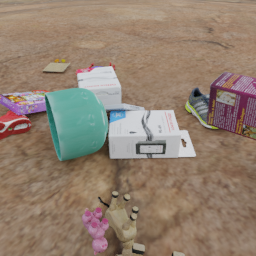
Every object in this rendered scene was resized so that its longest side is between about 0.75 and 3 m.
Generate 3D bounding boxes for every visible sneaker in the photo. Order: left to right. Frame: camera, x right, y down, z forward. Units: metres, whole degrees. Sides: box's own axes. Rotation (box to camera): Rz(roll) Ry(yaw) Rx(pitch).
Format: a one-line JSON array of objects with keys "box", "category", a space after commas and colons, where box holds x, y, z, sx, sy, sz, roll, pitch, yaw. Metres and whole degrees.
[{"box": [-4.725, -0.135, 10.462, 1.979, 0.775, 1.143, -4, 23, -29], "category": "sneaker"}, {"box": [3.115, -0.778, 11.028, 0.896, 0.981, 2.425, -16, 37, -23], "category": "sneaker"}]

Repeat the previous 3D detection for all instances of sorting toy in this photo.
[{"box": [-3.945, -3.499, 15.869, 1.302, 0.234, 1.748, 1, 33, 9], "category": "sorting toy"}]

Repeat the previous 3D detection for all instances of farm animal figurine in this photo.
[{"box": [-0.002, 2.783, 5.498, 2.602, 1.372, 2.631, 23, 31, 11], "category": "farm animal figurine"}]

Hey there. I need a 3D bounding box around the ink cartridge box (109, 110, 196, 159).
[{"box": [0.808, 0.174, 9.605, 2.867, 0.972, 1.663, -1, 34, -1], "category": "ink cartridge box"}]

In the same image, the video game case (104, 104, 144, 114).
[{"box": [-0.488, -0.707, 10.541, 1.723, 0.190, 1.568, -2, -3, 30], "category": "video game case"}]

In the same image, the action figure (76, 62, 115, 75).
[{"box": [-1.792, -3.153, 15.082, 2.180, 0.564, 0.713, -21, 41, -24], "category": "action figure"}]

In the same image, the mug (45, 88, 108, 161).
[{"box": [-1.702, -0.300, 9.209, 1.649, 2.191, 2.666, -13, 36, -19], "category": "mug"}]

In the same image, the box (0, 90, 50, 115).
[{"box": [-3.945, -1.120, 11.609, 1.462, 0.418, 2.137, 26, 27, 33], "category": "box"}]

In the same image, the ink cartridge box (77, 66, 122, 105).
[{"box": [-1.341, -1.838, 12.606, 1.740, 0.999, 2.395, -6, 34, -10], "category": "ink cartridge box"}]

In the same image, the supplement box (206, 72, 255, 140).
[{"box": [2.278, -0.384, 5.226, 1.399, 0.916, 0.722, 23, 45, 33], "category": "supplement box"}]
